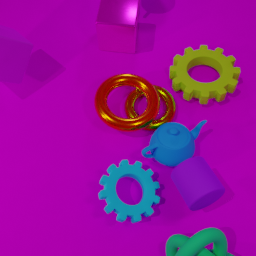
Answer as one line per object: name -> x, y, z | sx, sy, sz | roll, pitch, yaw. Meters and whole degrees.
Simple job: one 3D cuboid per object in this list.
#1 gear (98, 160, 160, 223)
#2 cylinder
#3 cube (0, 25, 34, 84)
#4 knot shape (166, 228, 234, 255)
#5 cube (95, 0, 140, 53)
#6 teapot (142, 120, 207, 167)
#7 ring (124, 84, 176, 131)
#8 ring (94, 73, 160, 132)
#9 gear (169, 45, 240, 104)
gear -> 0.039, 1.472, 6.602 | 1.431, 0.265, 1.431 | 8, 61, -14
cylinder -> 1.460, 1.169, 5.917 | 0.834, 0.834, 0.834 | -21, 54, -10
cube -> -3.504, -2.033, 7.508 | 1.203, 1.203, 1.203 | 39, 113, 31
knot shape -> 1.432, 2.668, 5.715 | 1.704, 1.594, 0.787 | 38, 47, -22
cube -> -0.282, -3.167, 8.607 | 1.170, 1.170, 1.170 | 6, 65, 3
teapot -> 1.174, 0.318, 7.045 | 1.857, 0.909, 1.154 | -22, 53, -14
ring -> 0.625, -0.595, 7.885 | 1.458, 0.292, 1.458 | 0, 65, 0
ring -> -0.018, -0.713, 7.525 | 1.780, 0.356, 1.780 | 2, 64, -4
gear -> 2.208, -1.594, 8.165 | 1.938, 0.358, 1.938 | -3, 59, 4
